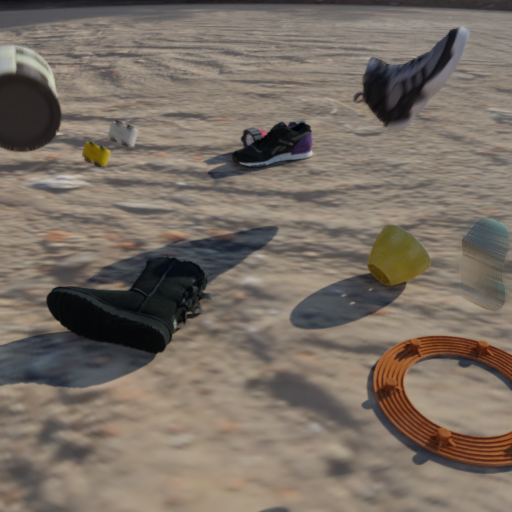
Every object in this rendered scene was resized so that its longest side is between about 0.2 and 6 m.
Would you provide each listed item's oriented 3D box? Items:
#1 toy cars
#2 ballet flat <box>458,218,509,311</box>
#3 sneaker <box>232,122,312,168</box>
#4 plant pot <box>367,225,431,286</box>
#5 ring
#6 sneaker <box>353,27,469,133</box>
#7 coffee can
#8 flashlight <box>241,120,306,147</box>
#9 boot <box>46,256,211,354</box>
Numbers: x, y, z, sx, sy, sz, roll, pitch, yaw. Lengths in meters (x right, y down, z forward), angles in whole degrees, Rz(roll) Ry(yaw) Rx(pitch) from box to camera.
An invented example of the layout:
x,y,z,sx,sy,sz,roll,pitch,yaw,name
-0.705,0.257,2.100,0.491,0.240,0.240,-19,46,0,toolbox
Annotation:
x,y,z,sx,sy,sz,roll,pitch,yaw,name
-2.483,-1.913,9.698,1.404,0.629,0.311,-25,-20,33,toy cars
2.404,0.221,6.095,0.498,1.564,0.527,-40,51,-14,ballet flat
0.401,-2.971,14.506,2.277,0.997,0.862,-15,33,-23,sneaker
2.321,0.086,9.494,0.724,1.020,1.020,-44,44,-11,plant pot
2.713,1.726,7.288,2.335,0.224,2.335,0,31,0,ring
3.002,-3.721,11.302,1.434,2.520,0.951,30,46,-6,sneaker
-3.717,-2.480,8.712,1.192,1.192,1.628,-11,35,-17,coffee can
0.555,-3.368,15.519,2.033,0.688,0.691,-23,31,-33,flashlight
-1.869,0.580,8.686,2.106,0.779,1.726,15,35,10,boot
